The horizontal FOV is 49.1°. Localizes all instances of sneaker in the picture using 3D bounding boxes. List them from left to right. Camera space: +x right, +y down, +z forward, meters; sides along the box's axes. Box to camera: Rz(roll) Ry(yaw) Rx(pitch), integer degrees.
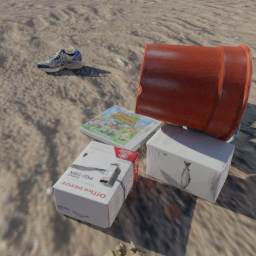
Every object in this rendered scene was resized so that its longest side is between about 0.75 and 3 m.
[{"bbox_3d":[-3.663,-3.700,15.019,2.484,1.058,0.957,-14,36,-18],"label":"sneaker"}]

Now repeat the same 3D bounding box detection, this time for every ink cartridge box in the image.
[{"bbox_3d":[-0.760,1.386,7.452,1.534,0.866,2.090,12,35,17],"label":"ink cartridge box"}]

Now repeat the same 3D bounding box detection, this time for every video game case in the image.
[{"bbox_3d":[-0.223,-0.037,10.186,2.280,0.251,2.075,21,39,29],"label":"video game case"}]

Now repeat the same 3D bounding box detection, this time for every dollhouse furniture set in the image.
[{"bbox_3d":[0.036,2.857,5.905,0.766,0.624,0.728,-42,40,2],"label":"dollhouse furniture set"}]

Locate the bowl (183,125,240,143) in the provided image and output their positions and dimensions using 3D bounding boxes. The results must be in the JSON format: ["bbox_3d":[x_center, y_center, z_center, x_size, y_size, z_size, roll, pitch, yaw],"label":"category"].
[{"bbox_3d":[2.585,-0.134,9.284,1.909,0.998,1.909,3,66,-6],"label":"bowl"}]

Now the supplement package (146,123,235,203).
[{"bbox_3d":[1.690,0.906,7.837,2.093,1.224,1.228,19,40,27],"label":"supplement package"}]

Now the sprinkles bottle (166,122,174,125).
[{"bbox_3d":[2.125,-0.807,10.332,1.806,0.616,0.616,-38,41,-3],"label":"sprinkles bottle"}]

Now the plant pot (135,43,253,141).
[{"bbox_3d":[1.606,-1.172,7.798,2.611,2.685,2.685,10,34,2],"label":"plant pot"}]
